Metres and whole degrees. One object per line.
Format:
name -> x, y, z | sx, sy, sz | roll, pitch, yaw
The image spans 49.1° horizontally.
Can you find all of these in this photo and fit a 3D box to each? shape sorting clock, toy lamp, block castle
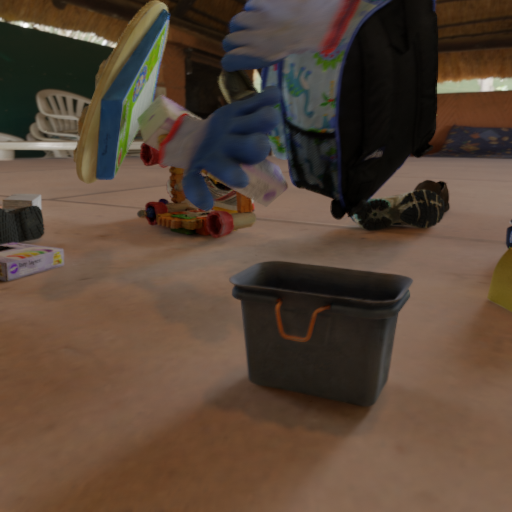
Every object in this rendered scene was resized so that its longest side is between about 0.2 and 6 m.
shape sorting clock -> -2.302, -2.768, 9.641 | 0.646, 3.295, 3.295 | 22, 11, -8
toy lamp -> -1.909, -1.495, 16.114 | 1.847, 0.538, 0.538 | -15, 19, -40
block castle -> -1.529, -1.582, 12.903 | 1.477, 2.104, 3.149 | -13, 17, -41

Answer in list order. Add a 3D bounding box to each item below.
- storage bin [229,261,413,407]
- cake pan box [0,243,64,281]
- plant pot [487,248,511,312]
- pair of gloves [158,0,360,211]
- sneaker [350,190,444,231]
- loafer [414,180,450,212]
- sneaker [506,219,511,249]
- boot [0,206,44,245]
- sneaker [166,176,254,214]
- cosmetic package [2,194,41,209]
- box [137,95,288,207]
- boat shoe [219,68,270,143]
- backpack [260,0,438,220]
storage bin -> 0.564, 0.723, 5.155 | 1.565, 1.051, 1.139 | 5, 14, 24
cake pan box -> -4.220, 0.076, 9.585 | 1.353, 0.354, 1.246 | 7, 12, 27
plant pot -> 3.715, 0.298, 7.583 | 0.776, 0.799, 0.781 | -2, 12, -8
pair of gloves -> -0.139, -2.431, 7.723 | 0.429, 3.764, 3.026 | 29, 0, -34
sneaker -> 3.437, -1.175, 13.800 | 2.417, 0.938, 1.043 | -3, 10, -13
loafer -> 4.575, -1.613, 15.502 | 1.006, 0.983, 2.755 | 9, 16, 34
sneaker -> 5.115, -0.225, 9.918 | 1.151, 0.743, 2.121 | 8, 8, 14
boot -> -5.665, -0.450, 11.085 | 1.853, 0.961, 2.837 | -5, 6, 8
sneaker -> -1.268, -1.891, 15.485 | 2.692, 1.106, 1.048 | 11, 34, 22
cosmetic package -> -6.212, -1.284, 14.908 | 0.768, 0.648, 1.438 | 0, 10, -14
box -> -0.676, -1.814, 10.204 | 0.675, 0.631, 3.259 | -38, -36, 24
boat shoe -> -0.274, -3.558, 13.018 | 0.798, 2.179, 0.706 | -30, -13, -6
backpack -> 1.732, -3.277, 10.776 | 2.699, 3.672, 3.360 | 30, 57, 33
